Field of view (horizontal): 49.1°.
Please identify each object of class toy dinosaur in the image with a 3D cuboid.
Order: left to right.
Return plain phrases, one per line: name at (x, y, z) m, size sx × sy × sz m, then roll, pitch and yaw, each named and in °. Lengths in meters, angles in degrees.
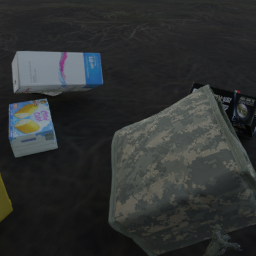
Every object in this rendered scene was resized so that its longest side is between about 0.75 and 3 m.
toy dinosaur at (0.893, 1.755, 3.085) m, size 1.067 × 2.420 × 0.574 m, roll -39°, pitch 38°, yaw -10°

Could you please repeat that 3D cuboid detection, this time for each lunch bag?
lunch bag at (0.913, 0.557, 5.106) m, size 2.211 × 1.585 × 2.696 m, roll -28°, pitch 35°, yaw 20°

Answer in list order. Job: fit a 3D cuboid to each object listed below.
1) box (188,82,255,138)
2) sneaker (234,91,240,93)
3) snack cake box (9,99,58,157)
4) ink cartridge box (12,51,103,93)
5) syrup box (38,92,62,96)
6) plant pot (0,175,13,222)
box at (2.732, -0.495, 7.999) m, size 1.836 × 0.791 × 1.503 m, roll 20°, pitch -4°, yaw 28°
sneaker at (3.979, -0.865, 9.485) m, size 0.458 × 0.416 × 1.079 m, roll -20°, pitch 57°, yaw -8°
snack cake box at (-2.779, -0.081, 8.142) m, size 1.149 × 0.671 × 1.998 m, roll -13°, pitch 34°, yaw -15°
ink cartridge box at (-2.408, -1.806, 9.323) m, size 2.615 × 1.107 × 1.890 m, roll -7°, pitch 4°, yaw -27°
syrup box at (-3.218, -1.631, 10.743) m, size 1.285 × 0.506 × 0.523 m, roll 12°, pitch 25°, yaw 17°
plant pot at (-3.170, 1.011, 4.976) m, size 1.667 × 1.891 × 1.890 m, roll -21°, pitch 40°, yaw -26°
